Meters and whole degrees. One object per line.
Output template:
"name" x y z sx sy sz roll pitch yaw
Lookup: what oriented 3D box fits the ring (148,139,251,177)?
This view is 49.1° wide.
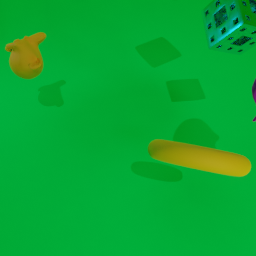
"ring" 0.829 0.350 3.365 1.201 1.201 0.240 11 87 9

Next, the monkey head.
"monkey head" -1.994 -1.476 5.786 0.947 0.793 1.316 -34 19 -19

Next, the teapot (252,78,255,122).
"teapot" 1.946 -0.579 2.796 0.939 1.918 1.193 42 52 -15

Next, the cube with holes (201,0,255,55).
"cube with holes" 1.858 -1.819 4.767 0.770 0.770 0.770 1 74 -27
